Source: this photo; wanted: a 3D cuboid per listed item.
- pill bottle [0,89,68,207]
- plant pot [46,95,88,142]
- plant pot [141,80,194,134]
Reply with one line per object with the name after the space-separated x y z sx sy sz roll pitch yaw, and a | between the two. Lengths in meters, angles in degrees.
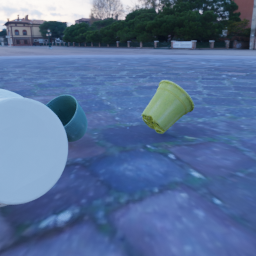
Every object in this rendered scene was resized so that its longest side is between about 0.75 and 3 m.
-1.587 0.203 3.043 1.192 1.192 2.114 -17 11 -43 | pill bottle
-1.257 -0.126 5.816 0.894 0.717 0.894 -12 55 18 | plant pot
0.828 -0.408 6.389 0.921 1.001 1.001 -48 35 -13 | plant pot
